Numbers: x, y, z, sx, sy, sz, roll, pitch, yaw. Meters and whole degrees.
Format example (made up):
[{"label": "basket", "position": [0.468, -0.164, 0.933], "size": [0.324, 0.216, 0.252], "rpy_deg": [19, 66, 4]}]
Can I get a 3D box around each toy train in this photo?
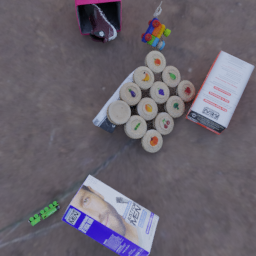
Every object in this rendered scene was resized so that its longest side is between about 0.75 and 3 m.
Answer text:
[{"label": "toy train", "position": [-2.198, 2.262, 7.412], "size": [0.868, 0.181, 0.245], "rpy_deg": [-31, 82, -29]}, {"label": "toy train", "position": [1.066, -3.256, 9.061], "size": [0.777, 0.568, 1.343], "rpy_deg": [25, 104, -21]}]

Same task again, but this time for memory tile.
[{"label": "memory tile", "position": [0.752, -0.792, 8.142], "size": [2.022, 0.221, 2.638], "rpy_deg": [41, 72, -16]}]

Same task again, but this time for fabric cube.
[{"label": "fabric cube", "position": [-1.009, -4.161, 9.261], "size": [1.442, 1.415, 1.438], "rpy_deg": [-7, 71, -5]}]

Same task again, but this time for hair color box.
[{"label": "hair color box", "position": [-0.373, 2.160, 6.719], "size": [2.079, 0.674, 1.137], "rpy_deg": [30, 32, 1]}, {"label": "hair color box", "position": [2.789, -1.090, 8.490], "size": [1.166, 0.703, 2.297], "rpy_deg": [29, 71, 7]}]

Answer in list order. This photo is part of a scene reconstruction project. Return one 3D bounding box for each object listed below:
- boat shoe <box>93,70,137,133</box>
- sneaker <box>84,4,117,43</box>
[{"label": "boat shoe", "position": [-0.081, -0.810, 8.330], "size": [0.780, 0.823, 2.354], "rpy_deg": [39, 60, -5]}, {"label": "sneaker", "position": [-1.084, -3.389, 9.152], "size": [1.452, 0.549, 0.839], "rpy_deg": [48, 61, -4]}]
